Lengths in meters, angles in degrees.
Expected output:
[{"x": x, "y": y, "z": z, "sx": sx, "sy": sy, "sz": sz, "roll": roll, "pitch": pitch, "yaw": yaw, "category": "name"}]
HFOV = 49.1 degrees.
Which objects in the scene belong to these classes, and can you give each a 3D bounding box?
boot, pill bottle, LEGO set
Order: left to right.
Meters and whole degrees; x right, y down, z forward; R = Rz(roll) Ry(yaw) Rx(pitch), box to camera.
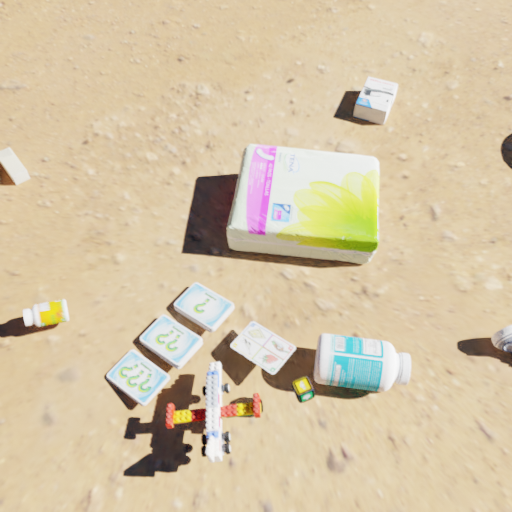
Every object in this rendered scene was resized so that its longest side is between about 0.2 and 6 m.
[{"x": -3.728, "y": 1.033, "z": 9.938, "sx": 0.725, "sy": 0.403, "sz": 0.403, "roll": -10, "pitch": 56, "yaw": -18, "category": "pill bottle"}, {"x": -0.711, "y": 1.808, "z": 9.207, "sx": 3.231, "sy": 0.793, "sz": 2.414, "roll": 28, "pitch": 61, "yaw": 31, "category": "LEGO set"}, {"x": 1.772, "y": 1.813, "z": 9.421, "sx": 1.534, "sy": 0.850, "sz": 0.850, "roll": 7, "pitch": 57, "yaw": 5, "category": "pill bottle"}, {"x": 5.130, "y": 1.642, "z": 9.611, "sx": 1.956, "sy": 0.712, "sz": 0.884, "roll": -3, "pitch": 51, "yaw": -3, "category": "boot"}]

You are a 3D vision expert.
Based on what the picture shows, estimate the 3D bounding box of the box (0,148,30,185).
[{"x": -5.339, "y": -1.970, "z": 12.285, "sx": 0.360, "sy": 0.300, "sz": 0.877, "roll": -31, "pitch": 62, "yaw": -20, "category": "box"}]

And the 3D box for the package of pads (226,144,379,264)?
[{"x": 1.004, "y": -1.100, "z": 11.297, "sx": 2.898, "sy": 0.988, "sz": 2.239, "roll": 7, "pitch": 58, "yaw": 4, "category": "package of pads"}]

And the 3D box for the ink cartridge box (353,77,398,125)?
[{"x": 2.852, "y": -3.711, "z": 13.360, "sx": 0.767, "sy": 0.447, "sz": 1.061, "roll": 19, "pitch": 58, "yaw": 12, "category": "ink cartridge box"}]
